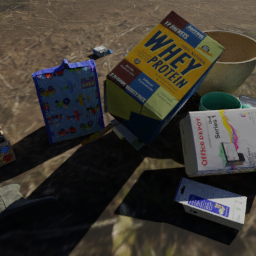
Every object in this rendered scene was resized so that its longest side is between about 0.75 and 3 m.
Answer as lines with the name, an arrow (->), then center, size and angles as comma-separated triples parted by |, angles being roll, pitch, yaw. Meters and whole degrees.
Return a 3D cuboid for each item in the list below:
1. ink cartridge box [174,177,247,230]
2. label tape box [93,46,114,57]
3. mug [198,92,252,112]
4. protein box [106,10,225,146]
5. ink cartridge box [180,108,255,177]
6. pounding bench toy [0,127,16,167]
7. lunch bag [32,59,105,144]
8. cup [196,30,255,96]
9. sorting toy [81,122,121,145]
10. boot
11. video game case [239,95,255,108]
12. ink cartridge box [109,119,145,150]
ink cartridge box -> 2.262, 2.063, 7.795 | 1.867, 0.366, 0.928 | 17, 44, 16
label tape box -> -1.316, -4.144, 14.965 | 0.904, 0.299, 0.648 | -34, 51, -30
mug -> 3.388, -0.440, 10.104 | 1.715, 1.061, 1.409 | 28, 49, 30
protein box -> 0.978, -1.363, 8.775 | 1.921, 2.827, 2.847 | 40, 75, 9
ink cartridge box -> 3.019, 0.437, 8.544 | 2.523, 1.060, 1.827 | -4, 74, -5
pounding bench toy -> -4.447, 0.777, 8.911 | 1.330, 0.826, 1.037 | -26, 48, -26
lunch bag -> -1.984, -1.028, 9.540 | 2.037, 2.706, 1.273 | -15, 43, -16
cup -> 3.698, -2.447, 11.601 | 2.965, 2.120, 2.965 | -1, 42, 1
sorting toy -> -0.843, 0.140, 8.193 | 1.049, 0.188, 1.407 | -33, -3, 16
boot -> -2.997, 1.958, 7.710 | 2.013, 0.681, 1.315 | -14, 39, -16
video game case -> 4.634, -0.565, 10.605 | 1.028, 0.136, 1.438 | 18, 61, 12
ink cartridge box -> 0.147, 0.092, 9.998 | 1.034, 0.341, 1.421 | -33, 74, -32
